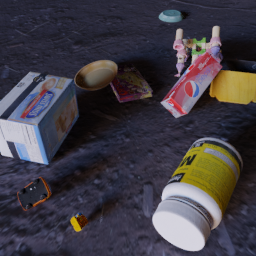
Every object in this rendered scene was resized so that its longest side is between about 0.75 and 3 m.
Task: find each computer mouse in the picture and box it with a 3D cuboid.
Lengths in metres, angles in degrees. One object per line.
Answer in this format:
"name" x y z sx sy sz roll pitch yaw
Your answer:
"computer mouse" 5.916 -2.805 13.282 2.623 0.692 1.817 11 16 14

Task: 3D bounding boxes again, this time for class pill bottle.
"pill bottle" 1.935 1.697 7.632 1.641 1.641 2.871 22 46 23

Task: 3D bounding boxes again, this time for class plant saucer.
"plant saucer" -1.422 -2.364 12.916 2.086 0.369 2.086 -10 45 10
"plant saucer" 3.005 -7.794 19.355 1.732 0.311 1.732 -1 43 1

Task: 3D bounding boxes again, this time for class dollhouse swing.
"dollhouse swing" 4.657 -1.821 12.586 1.894 1.665 1.721 8 84 8

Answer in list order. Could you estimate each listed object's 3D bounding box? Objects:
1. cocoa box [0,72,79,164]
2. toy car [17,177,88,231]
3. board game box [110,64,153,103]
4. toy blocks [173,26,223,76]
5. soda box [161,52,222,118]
"cocoa box" -3.127 -0.422 9.868 1.819 1.848 2.771 10 42 11
"toy car" -2.127 2.310 7.973 2.163 1.061 0.720 41 9 17
"board game box" -0.042 -2.151 12.985 1.552 0.418 2.586 -16 44 -11
"toy blocks" 3.462 -3.395 13.691 2.219 2.374 1.999 2 73 19
"soda box" 2.571 -1.744 11.241 0.976 0.884 2.789 42 69 -8
